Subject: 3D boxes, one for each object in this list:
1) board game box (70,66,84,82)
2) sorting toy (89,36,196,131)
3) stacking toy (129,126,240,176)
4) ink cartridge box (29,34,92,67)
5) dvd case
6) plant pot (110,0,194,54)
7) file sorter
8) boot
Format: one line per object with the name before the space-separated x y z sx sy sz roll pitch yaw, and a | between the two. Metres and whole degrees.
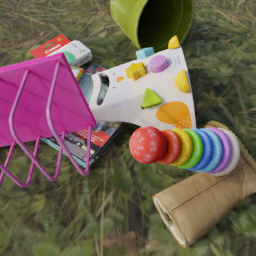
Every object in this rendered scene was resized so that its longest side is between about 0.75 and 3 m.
board game box | -2.125 -1.026 7.784 1.084 0.340 2.270 13 55 10
sorting toy | 0.260 -1.129 7.550 2.612 1.550 2.902 -9 50 7
stacking toy | 1.027 0.368 5.306 2.364 1.009 1.009 9 46 -34
ink cartridge box | -2.243 -2.505 9.166 1.385 0.431 1.721 -38 66 -22
dvd case | -1.017 -0.508 7.802 2.173 0.328 2.976 28 59 19
plant pot | 0.554 -3.801 9.258 2.276 2.276 2.191 -29 49 -20
file sorter | -2.379 0.094 5.772 2.887 2.006 1.811 -11 45 9
boot | 1.627 1.078 6.340 2.437 0.806 2.134 -26 57 -16
